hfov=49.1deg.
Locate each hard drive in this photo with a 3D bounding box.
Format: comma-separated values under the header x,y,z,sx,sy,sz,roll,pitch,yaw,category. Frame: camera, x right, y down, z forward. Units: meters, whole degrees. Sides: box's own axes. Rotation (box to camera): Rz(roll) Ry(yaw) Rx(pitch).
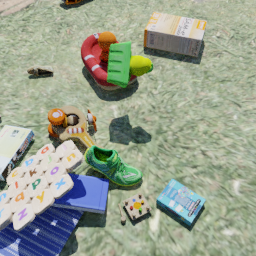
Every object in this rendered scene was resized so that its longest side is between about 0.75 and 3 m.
x,y,z,sx,sy,sz,roll,pitch,yaw,category
-1.551,1.880,8.363,1.859,0.236,1.227,9,34,-3,hard drive

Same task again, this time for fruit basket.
x,y,z,sx,sy,sz,roll,pitch,yaw,category
0.076,-2.128,9.555,1.606,1.159,1.606,-1,94,-7,fruit basket

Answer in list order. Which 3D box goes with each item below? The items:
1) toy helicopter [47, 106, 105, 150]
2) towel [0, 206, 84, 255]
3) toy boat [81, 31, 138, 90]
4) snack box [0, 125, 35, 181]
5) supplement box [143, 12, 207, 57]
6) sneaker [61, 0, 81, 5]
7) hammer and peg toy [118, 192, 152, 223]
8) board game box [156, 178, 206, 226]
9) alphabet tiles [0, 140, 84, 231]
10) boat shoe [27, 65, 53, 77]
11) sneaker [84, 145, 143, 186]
x,y,z,sx,sy,sz,roll,pitch,yaw,category
-1.577,0.162,9.878,1.679,1.001,2.539,-32,69,-31,toy helicopter
-2.729,2.906,7.892,2.165,0.357,2.990,21,55,14,towel
-0.841,-3.139,11.757,1.945,1.948,2.980,-23,54,-18,toy boat
-4.166,0.779,9.488,1.136,0.363,1.955,9,51,17,snack box
2.275,-4.564,13.545,2.711,0.997,1.709,14,53,11,supplement box
-2.912,-7.735,16.375,2.173,0.851,0.839,-25,65,-13,sneaker
0.137,2.349,8.282,0.935,0.330,0.688,-22,54,-17,hammer and peg toy
1.586,2.207,8.432,1.185,0.278,0.895,31,57,23,board game box
-2.616,1.540,8.072,2.962,0.216,2.897,-40,32,-10,alphabet tiles
-3.831,-2.490,12.228,1.124,0.412,0.352,-9,48,-8,boat shoe
-0.445,1.183,8.789,1.985,0.830,0.735,25,52,-1,sneaker
